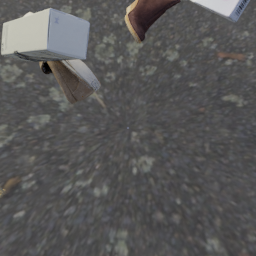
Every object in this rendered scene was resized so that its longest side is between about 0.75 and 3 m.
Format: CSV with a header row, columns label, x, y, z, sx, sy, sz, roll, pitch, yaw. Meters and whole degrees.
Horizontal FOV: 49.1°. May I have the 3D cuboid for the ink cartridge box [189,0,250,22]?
label,x,y,z,sx,sy,sz,roll,pitch,yaw
ink cartridge box,1.349,-2.765,4.491,1.825,1.483,0.521,38,23,23

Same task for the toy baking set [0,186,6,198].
label,x,y,z,sx,sy,sz,roll,pitch,yaw
toy baking set,-1.407,0.367,2.620,0.715,0.548,0.083,26,44,18

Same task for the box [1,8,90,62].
label,x,y,z,sx,sy,sz,roll,pitch,yaw
box,-1.126,-1.147,3.649,1.368,0.562,0.468,13,97,46

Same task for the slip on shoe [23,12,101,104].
label,x,y,z,sx,sy,sz,roll,pitch,yaw
slip on shoe,-1.258,-1.178,4.682,0.577,0.724,1.904,-42,78,-4

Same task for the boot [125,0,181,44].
label,x,y,z,sx,sy,sz,roll,pitch,yaw
boot,0.673,-3.060,7.335,1.456,0.633,1.751,-21,48,18
